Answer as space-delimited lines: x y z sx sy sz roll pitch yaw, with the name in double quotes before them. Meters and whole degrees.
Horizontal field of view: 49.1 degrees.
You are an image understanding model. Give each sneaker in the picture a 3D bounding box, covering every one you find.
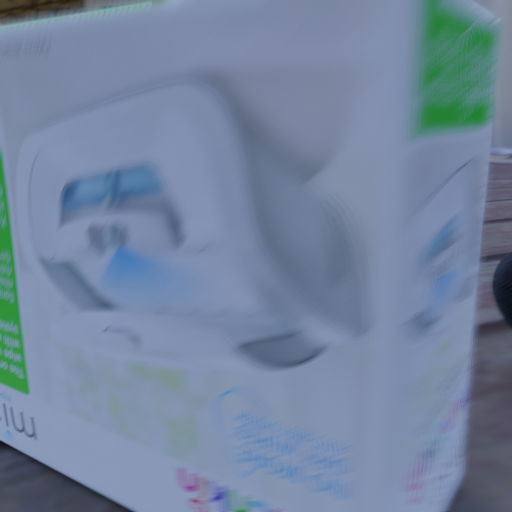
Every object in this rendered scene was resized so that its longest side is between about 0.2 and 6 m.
"sneaker" 3.549 0.587 4.697 3.134 1.166 1.372 14 6 14

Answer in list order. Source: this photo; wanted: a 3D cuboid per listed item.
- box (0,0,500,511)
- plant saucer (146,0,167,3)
"box" -0.342 0.030 3.291 2.938 2.593 1.421 10 17 32
"plant saucer" -2.045 -4.876 10.324 0.999 0.239 0.998 21 21 -18
